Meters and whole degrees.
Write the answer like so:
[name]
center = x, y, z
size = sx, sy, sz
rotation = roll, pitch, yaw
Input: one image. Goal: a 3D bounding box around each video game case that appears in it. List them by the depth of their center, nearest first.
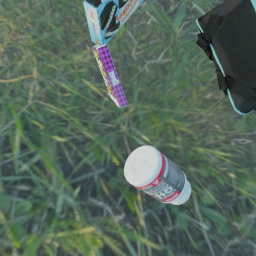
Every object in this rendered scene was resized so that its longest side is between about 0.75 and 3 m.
[video game case]
center = -0.399, -1.135, 5.925
size = 0.223, 1.131, 1.248
rotation = -23, 111, -6

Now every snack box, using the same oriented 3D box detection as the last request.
[snack box]
center = -0.170, -3.266, 6.966
size = 0.422, 1.321, 2.273
rotation = 32, 74, 13

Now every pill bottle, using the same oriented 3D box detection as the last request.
[pill bottle]
center = 0.697, 1.067, 5.898
size = 0.852, 1.540, 0.852
rotation = -25, 45, 29

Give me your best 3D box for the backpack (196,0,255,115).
[backpack]
center = 2.790, -1.648, 5.837
size = 1.963, 2.561, 2.251
rotation = -29, 84, 28
